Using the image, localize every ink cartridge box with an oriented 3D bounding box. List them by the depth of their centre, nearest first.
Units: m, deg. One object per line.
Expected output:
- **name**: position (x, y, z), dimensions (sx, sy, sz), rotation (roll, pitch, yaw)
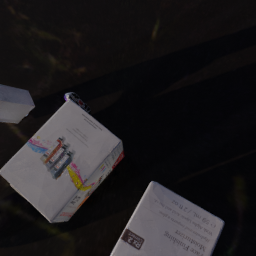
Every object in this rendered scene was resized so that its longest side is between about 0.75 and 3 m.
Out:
- **ink cartridge box**: position (-1.421, 0.846, 6.646), dimensions (1.627, 1.634, 2.249), rotation (39, 77, 12)

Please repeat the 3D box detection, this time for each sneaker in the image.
- **sneaker**: position (-1.372, -0.591, 7.656), dimensions (0.388, 0.402, 0.963), rotation (-50, 122, -26)

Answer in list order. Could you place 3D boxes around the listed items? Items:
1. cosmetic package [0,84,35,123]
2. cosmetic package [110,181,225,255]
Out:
- **cosmetic package**: position (-3.232, -0.619, 7.091), dimensions (0.835, 1.479, 0.600), rotation (-37, 71, 20)
- **cosmetic package**: position (0.680, 2.549, 5.948), dimensions (1.677, 1.678, 2.034), rotation (27, 68, 11)
